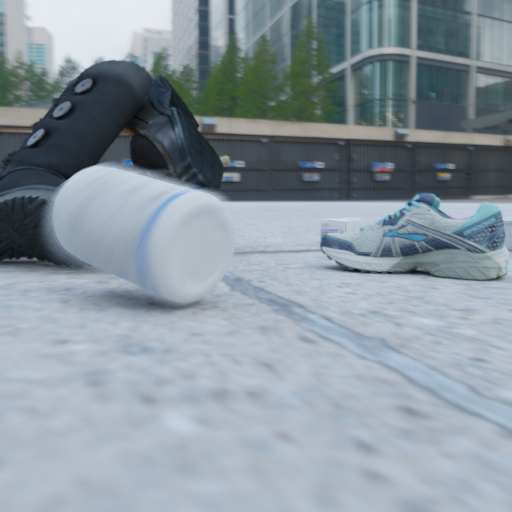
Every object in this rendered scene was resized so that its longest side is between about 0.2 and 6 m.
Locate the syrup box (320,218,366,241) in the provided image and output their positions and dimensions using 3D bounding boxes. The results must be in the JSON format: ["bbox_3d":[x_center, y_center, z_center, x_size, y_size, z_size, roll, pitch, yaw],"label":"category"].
[{"bbox_3d":[1.675,-0.460,10.688,0.487,0.504,1.238,4,8,30],"label":"syrup box"}]

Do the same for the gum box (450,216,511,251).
[{"bbox_3d":[4.046,-0.413,10.043,1.664,0.550,0.944,1,8,12],"label":"gum box"}]

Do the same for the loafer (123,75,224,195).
[{"bbox_3d":[-1.524,-1.848,9.582,1.276,1.285,3.530,-36,37,7],"label":"loafer"}]

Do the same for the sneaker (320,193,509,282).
[{"bbox_3d":[1.952,-0.292,7.104,2.324,1.003,0.902,3,7,25],"label":"sneaker"}]

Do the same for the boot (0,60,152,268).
[{"bbox_3d":[-2.486,-1.604,8.493,3.098,1.234,3.758,3,46,25],"label":"boot"}]

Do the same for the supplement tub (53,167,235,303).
[{"bbox_3d":[-1.037,-0.233,5.178,1.502,0.991,0.991,18,16,36],"label":"supplement tub"}]

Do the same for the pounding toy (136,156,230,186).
[{"bbox_3d":[-1.990,-0.965,10.095,2.315,1.646,2.131,6,9,39],"label":"pounding toy"}]
